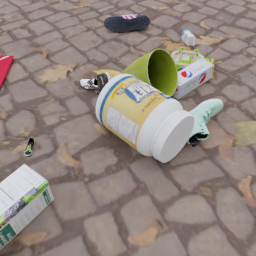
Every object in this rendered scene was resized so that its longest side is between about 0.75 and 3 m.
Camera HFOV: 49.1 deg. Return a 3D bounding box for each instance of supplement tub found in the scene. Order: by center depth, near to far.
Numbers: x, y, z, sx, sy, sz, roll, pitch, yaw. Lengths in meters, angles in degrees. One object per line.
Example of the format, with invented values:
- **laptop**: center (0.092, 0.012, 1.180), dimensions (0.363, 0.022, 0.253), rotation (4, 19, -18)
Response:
- **supplement tub**: center (0.529, -0.346, 9.241), dimensions (2.809, 2.032, 2.032), rotation (35, 56, 28)

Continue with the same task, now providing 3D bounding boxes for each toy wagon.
- **toy wagon**: center (2.968, -3.140, 13.062), dimensions (1.968, 0.389, 1.527), rotation (13, 48, 11)

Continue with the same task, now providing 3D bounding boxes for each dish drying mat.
- **dish drying mat**: center (-5.916, -2.440, 12.490), dimensions (1.016, 0.241, 2.646), rotation (0, 46, -1)

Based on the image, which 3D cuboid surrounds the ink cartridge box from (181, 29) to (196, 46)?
- **ink cartridge box**: center (3.095, -4.590, 14.345), dimensions (0.303, 0.517, 0.892), rotation (-14, 48, -13)

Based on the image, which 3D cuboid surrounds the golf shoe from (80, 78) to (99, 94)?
- **golf shoe**: center (-1.456, -1.882, 11.694), dimensions (1.372, 0.648, 0.533), rotation (24, 52, 23)

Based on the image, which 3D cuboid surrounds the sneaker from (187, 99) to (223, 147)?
- **sneaker**: center (2.716, -0.157, 9.913), dimensions (2.206, 0.812, 1.301), rotation (-27, 46, -11)

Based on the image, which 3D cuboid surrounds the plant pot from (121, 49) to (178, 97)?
- **plant pot**: center (0.645, -1.970, 10.991), dimensions (1.934, 1.809, 1.809), rotation (-4, 35, 46)

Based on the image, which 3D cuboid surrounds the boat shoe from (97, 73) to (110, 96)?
- **boat shoe**: center (-0.919, -1.331, 10.505), dimensions (0.440, 1.458, 0.539), rotation (-14, 26, -33)

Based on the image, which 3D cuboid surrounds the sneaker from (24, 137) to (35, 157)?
- **sneaker**: center (-3.370, 0.623, 9.535), dimensions (0.269, 0.311, 0.750), rotation (0, 46, 0)

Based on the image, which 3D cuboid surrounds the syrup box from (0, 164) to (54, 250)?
- **syrup box**: center (-3.343, 2.300, 7.443), dimensions (1.058, 1.023, 2.597), rotation (29, 53, 24)

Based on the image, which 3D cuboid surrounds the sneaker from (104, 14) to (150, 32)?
- **sneaker**: center (-0.087, -5.791, 15.420), dimensions (2.487, 0.872, 1.020), rotation (-2, 28, -4)

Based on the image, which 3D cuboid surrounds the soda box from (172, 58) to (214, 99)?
- **soda box**: center (2.630, -2.102, 11.814), dimensions (2.213, 0.754, 0.705), rotation (-32, 54, -26)
